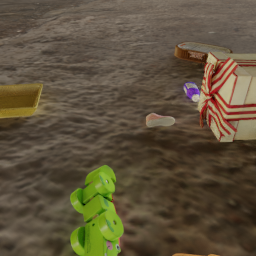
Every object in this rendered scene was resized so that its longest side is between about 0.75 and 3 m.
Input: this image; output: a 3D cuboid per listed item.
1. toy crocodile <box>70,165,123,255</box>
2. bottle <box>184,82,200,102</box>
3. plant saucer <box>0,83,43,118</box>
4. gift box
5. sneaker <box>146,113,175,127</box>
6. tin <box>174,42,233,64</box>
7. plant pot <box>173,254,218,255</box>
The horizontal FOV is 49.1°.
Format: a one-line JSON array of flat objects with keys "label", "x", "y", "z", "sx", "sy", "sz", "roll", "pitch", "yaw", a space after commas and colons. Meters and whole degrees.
[{"label": "toy crocodile", "x": -0.483, "y": 1.531, "z": 4.891, "sx": 0.789, "sy": 0.722, "sz": 2.338, "roll": -39, "pitch": 31, "yaw": 15}, {"label": "bottle", "x": 2.209, "y": -1.238, "z": 9.599, "sx": 0.435, "sy": 0.340, "sz": 1.042, "roll": 1, "pitch": 32, "yaw": -4}, {"label": "plant saucer", "x": -3.673, "y": -0.821, "z": 8.842, "sx": 1.827, "sy": 0.443, "sz": 1.828, "roll": -4, "pitch": 32, "yaw": -8}, {"label": "gift box", "x": 3.068, "y": -0.881, "z": 7.399, "sx": 2.119, "sy": 2.094, "sz": 2.269, "roll": -1, "pitch": 27, "yaw": -5}, {"label": "sneaker", "x": 0.913, "y": -0.270, "z": 8.070, "sx": 0.825, "sy": 0.311, "sz": 0.431, "roll": -6, "pitch": 37, "yaw": -2}, {"label": "tin", "x": 3.509, "y": -3.533, "z": 13.142, "sx": 2.759, "sy": 0.578, "sz": 1.545, "roll": 21, "pitch": 33, "yaw": 30}, {"label": "plant pot", "x": 0.877, "y": 2.129, "z": 3.698, "sx": 0.710, "sy": 1.014, "sz": 1.014, "roll": 4, "pitch": 28, "yaw": 38}]
